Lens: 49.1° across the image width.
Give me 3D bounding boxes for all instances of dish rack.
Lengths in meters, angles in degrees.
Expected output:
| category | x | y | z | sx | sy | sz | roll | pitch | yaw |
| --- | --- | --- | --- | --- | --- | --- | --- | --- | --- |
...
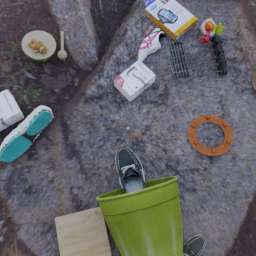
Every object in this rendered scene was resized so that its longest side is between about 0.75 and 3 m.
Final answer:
| category | x | y | z | sx | sy | sz | roll | pitch | yaw |
| --- | --- | --- | --- | --- | --- | --- | --- | --- | --- |
| dish rack | 2.993 | -2.970 | 12.045 | 2.453 | 0.669 | 1.882 | -10 | 80 | 0 |

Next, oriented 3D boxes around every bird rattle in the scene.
| category | x | y | z | sx | sy | sz | roll | pitch | yaw |
| --- | --- | --- | --- | --- | --- | --- | --- | --- | --- |
| bird rattle | 3.617 | -4.365 | 12.567 | 1.175 | 0.662 | 0.958 | -35 | 105 | -3 |

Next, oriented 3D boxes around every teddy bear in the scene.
| category | x | y | z | sx | sy | sz | roll | pitch | yaw |
| --- | --- | --- | --- | --- | --- | --- | --- | --- | --- |
| teddy bear | -3.760 | -3.394 | 11.635 | 0.591 | 0.272 | 0.815 | -38 | 84 | -19 |

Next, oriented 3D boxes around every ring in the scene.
| category | x | y | z | sx | sy | sz | roll | pitch | yaw |
| --- | --- | --- | --- | --- | --- | --- | --- | --- | --- |
| ring | 3.305 | 0.247 | 11.201 | 1.794 | 0.172 | 1.794 | -1 | 63 | 2 |

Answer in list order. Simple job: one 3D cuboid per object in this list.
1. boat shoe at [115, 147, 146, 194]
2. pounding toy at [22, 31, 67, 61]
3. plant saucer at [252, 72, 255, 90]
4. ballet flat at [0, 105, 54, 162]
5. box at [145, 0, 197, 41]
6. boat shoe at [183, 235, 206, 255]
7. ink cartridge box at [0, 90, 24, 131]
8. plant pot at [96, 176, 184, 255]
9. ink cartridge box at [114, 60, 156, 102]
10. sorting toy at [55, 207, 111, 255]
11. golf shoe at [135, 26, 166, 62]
| category | x | y | z | sx | sy | sz | roll | pitch | yaw |
| --- | --- | --- | --- | --- | --- | --- | --- | --- | --- |
| boat shoe | 0.171 | 1.828 | 10.378 | 1.018 | 0.812 | 2.693 | -23 | 67 | -3 |
| pounding toy | -3.653 | -3.440 | 12.274 | 1.820 | 0.844 | 1.405 | -7 | 75 | -15 |
| plant saucer | 6.004 | -1.875 | 11.975 | 1.460 | 0.267 | 1.460 | 0 | 72 | 0 |
| ballet flat | -4.040 | 0.169 | 11.011 | 0.978 | 0.978 | 2.726 | 44 | 85 | 13 |
| box | 1.880 | -5.248 | 13.002 | 1.386 | 0.483 | 2.328 | -41 | 74 | -12 |
| boat shoe | 2.045 | 4.456 | 9.693 | 1.823 | 0.599 | 0.651 | -38 | 76 | -12 |
| ink cartridge box | -5.266 | -0.579 | 11.302 | 1.691 | 0.713 | 1.235 | -30 | 74 | -9 |
| plant pot | 0.612 | 3.256 | 9.194 | 2.798 | 2.798 | 2.694 | -14 | 82 | -4 |
| ink cartridge box | 0.290 | -2.007 | 11.834 | 1.460 | 0.619 | 1.063 | -41 | 77 | -14 |
| sorting toy | -1.563 | 3.830 | 9.907 | 1.686 | 0.587 | 1.676 | -13 | 73 | -4 |
| golf shoe | 0.973 | -3.635 | 12.324 | 0.900 | 0.710 | 1.955 | 25 | 73 | 8 |
